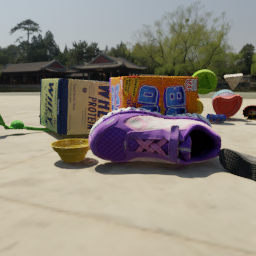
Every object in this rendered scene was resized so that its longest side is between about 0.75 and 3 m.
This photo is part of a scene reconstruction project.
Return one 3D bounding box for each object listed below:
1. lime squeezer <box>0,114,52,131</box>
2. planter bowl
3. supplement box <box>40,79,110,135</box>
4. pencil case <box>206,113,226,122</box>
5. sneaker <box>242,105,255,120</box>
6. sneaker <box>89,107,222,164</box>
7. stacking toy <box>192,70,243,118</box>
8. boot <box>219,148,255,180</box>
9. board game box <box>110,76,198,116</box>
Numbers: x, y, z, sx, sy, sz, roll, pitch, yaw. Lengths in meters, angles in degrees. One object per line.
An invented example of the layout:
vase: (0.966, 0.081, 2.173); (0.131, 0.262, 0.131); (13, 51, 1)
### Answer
lime squeezer: (-3.763, -0.366, 9.245); (2.885, 1.019, 0.544); (39, -27, -29)
planter bowl: (-1.221, 0.518, 6.172); (0.950, 0.396, 0.950); (0, 9, 0)
supplement box: (-1.518, -0.780, 9.670); (2.485, 1.668, 2.483); (-1, 8, -31)
pencil case: (3.686, -0.428, 11.792); (0.880, 0.343, 0.382); (2, 38, -20)
sneaker: (6.443, -0.804, 12.827); (2.174, 0.846, 0.893); (5, 10, 26)
sneaker: (0.673, 0.260, 5.772); (2.897, 1.165, 1.281); (-1, 17, -14)
stacking toy: (3.871, -1.714, 12.996); (2.699, 2.444, 1.140); (4, 37, 3)
boot: (2.413, 0.696, 5.274); (0.817, 0.433, 1.242); (-3, 21, -34)
board game box: (0.568, -0.409, 7.319); (1.831, 1.831, 1.832); (-2, 10, -13)
